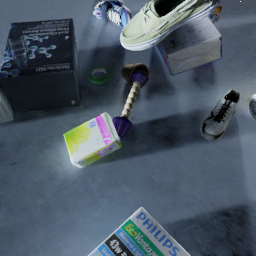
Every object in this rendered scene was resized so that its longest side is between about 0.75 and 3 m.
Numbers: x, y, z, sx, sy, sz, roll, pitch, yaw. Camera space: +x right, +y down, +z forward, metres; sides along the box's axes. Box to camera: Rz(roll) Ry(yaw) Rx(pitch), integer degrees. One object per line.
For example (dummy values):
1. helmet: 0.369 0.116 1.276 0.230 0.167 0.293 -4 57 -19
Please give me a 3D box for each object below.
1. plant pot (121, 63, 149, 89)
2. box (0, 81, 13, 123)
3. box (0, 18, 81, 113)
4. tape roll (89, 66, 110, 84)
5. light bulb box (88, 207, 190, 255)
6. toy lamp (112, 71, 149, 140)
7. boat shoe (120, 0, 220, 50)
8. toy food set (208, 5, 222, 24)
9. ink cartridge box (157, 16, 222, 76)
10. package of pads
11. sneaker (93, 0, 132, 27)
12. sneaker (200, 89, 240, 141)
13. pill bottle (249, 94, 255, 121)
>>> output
1. plant pot: 0.173 -1.888 9.810 0.883 0.883 0.770 -34 42 -24
2. box: -4.608 -0.816 8.383 1.766 1.624 0.926 -16 56 -13
3. box: -2.813 -2.178 9.481 2.192 1.581 2.953 -7 52 -5
4. tape roll: -1.037 -1.940 10.187 0.772 0.186 0.772 0 52 0
5. light bulb box: 0.219 3.294 5.256 2.380 1.485 2.359 -37 60 -25
6. toy lamp: 0.023 -0.702 8.769 0.672 0.672 2.308 14 63 11
7. boat shoe: 0.706 -2.499 6.110 2.507 0.778 0.902 -18 71 37
8. toy food set: 3.144 -4.260 11.493 0.745 0.791 1.657 27 95 19
9. ink cartridge box: 2.042 -3.598 10.634 2.021 1.131 2.962 -18 55 4
10. package of pads: -1.007 0.372 7.953 1.470 0.501 1.136 -27 55 5
11. sneaker: -0.724 -4.807 12.024 1.446 0.796 1.975 -13 51 -11
12. sneaker: 2.853 -0.439 8.638 0.737 0.800 1.999 27 58 18
13. pill bottle: 4.893 -0.863 8.809 1.961 1.022 1.022 -20 55 -16
